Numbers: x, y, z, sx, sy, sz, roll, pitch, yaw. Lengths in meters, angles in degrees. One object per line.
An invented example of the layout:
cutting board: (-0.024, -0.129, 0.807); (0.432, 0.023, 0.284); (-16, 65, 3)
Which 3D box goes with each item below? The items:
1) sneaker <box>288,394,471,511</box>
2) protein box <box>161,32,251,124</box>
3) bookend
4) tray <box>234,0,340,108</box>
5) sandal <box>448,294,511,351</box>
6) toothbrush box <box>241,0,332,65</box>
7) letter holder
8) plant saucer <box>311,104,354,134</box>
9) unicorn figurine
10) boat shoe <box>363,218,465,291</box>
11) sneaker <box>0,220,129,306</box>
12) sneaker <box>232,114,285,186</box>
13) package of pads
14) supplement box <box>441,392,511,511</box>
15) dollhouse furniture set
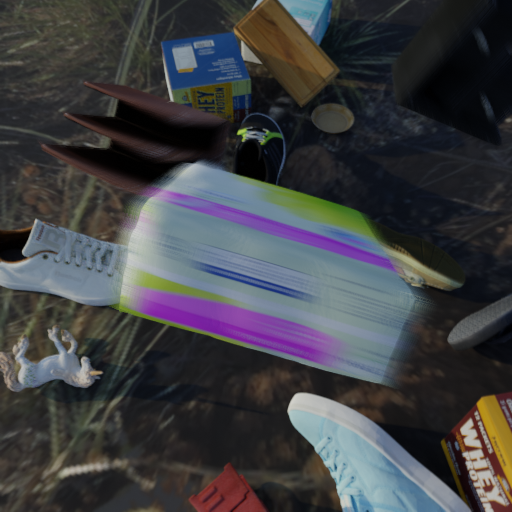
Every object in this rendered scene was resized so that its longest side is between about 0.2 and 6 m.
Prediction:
sneaker: (1.420, 2.998, 7.421); (2.839, 1.049, 1.163); (34, 57, 21)
protein box: (-1.069, -3.741, 12.007); (1.635, 1.111, 1.647); (-11, 56, -7)
bookend: (3.224, -2.715, 7.780); (1.892, 1.880, 0.871); (17, 54, -19)
tray: (0.660, -4.419, 12.083); (1.090, 0.409, 2.209); (-42, 91, 4)
sandal: (4.258, 0.919, 8.985); (2.572, 0.978, 0.551); (-25, 87, -15)
toothbrush box: (0.752, -5.501, 13.331); (1.611, 0.938, 2.201); (17, 59, 12)
letter holder: (-1.823, -1.738, 8.123); (2.255, 1.134, 1.603); (25, 21, 29)
plant saucer: (1.636, -2.909, 12.019); (0.906, 0.160, 0.906); (0, 55, 0)
unicorn figurine: (-3.126, 1.656, 8.699); (1.608, 0.594, 1.104); (-23, 68, 2)
boat shoe: (2.477, 0.073, 9.755); (2.246, 0.707, 0.819); (23, 37, 8)
sneaker: (-3.094, 0.067, 9.325); (2.976, 1.260, 1.084); (2, 54, 0)
sneaker: (0.065, -1.920, 10.726); (1.007, 1.162, 2.807); (2, 56, 1)
package of pads: (0.048, -0.053, 6.297); (2.577, 1.138, 3.336); (16, 16, -2)
supplement box: (3.697, 2.562, 7.213); (1.844, 1.870, 1.242); (-9, 56, -6)
dollhouse furniture set: (-0.789, 3.697, 6.941); (2.140, 1.151, 0.870); (-37, 63, -16)
